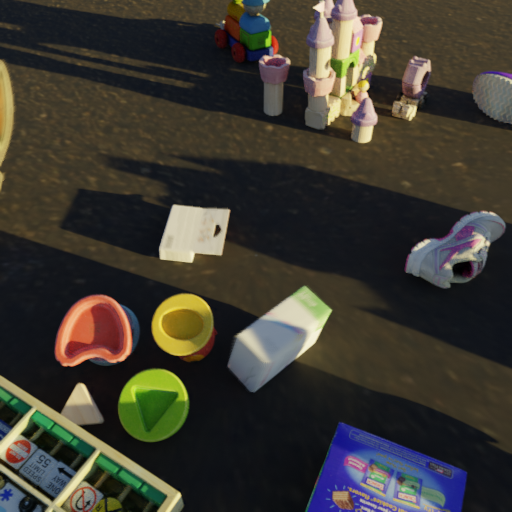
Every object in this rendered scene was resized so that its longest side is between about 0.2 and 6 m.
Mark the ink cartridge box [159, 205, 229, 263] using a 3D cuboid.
[{"bbox_3d":[-0.975,-0.354,9.027,0.975,0.248,1.107,5,44,2],"label":"ink cartridge box"}]

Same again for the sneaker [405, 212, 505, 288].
[{"bbox_3d":[3.130,-0.018,8.406,1.773,0.721,0.782,-29,51,-16],"label":"sneaker"}]

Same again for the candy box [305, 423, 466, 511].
[{"bbox_3d":[1.179,2.713,5.528,1.405,0.640,1.662,18,46,16],"label":"candy box"}]

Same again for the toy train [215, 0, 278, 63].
[{"bbox_3d":[-0.505,-6.118,14.104,1.151,1.573,2.719,-20,48,-21],"label":"toy train"}]

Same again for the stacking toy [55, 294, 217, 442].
[{"bbox_3d":[-1.491,1.402,7.105,1.958,0.827,1.773,3,71,9],"label":"stacking toy"}]

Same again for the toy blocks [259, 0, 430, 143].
[{"bbox_3d":[1.926,-4.175,11.410,2.952,2.485,2.759,25,49,24],"label":"toy blocks"}]

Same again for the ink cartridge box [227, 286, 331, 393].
[{"bbox_3d":[0.280,1.050,7.042,0.522,0.868,1.194,42,56,19],"label":"ink cartridge box"}]

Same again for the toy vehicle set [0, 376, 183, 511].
[{"bbox_3d":[-2.517,2.543,5.771,3.021,0.400,1.877,23,53,22],"label":"toy vehicle set"}]

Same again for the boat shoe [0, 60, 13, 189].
[{"bbox_3d":[-4.519,-1.877,8.899,0.866,2.548,0.917,-2,18,-46],"label":"boat shoe"}]

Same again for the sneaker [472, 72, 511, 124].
[{"bbox_3d":[5.826,-3.264,11.731,2.487,0.865,1.237,29,46,21],"label":"sneaker"}]
